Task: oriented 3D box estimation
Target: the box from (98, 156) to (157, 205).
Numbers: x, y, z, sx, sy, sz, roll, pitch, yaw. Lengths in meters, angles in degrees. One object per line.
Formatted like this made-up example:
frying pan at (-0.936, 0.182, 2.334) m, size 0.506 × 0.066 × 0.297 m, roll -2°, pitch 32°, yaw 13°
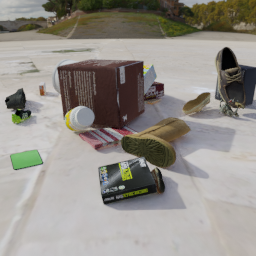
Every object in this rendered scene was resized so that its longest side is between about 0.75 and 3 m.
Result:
box at (-0.063, 1.334, 7.369) m, size 1.361 × 0.335 × 1.410 m, roll -14°, pitch 24°, yaw -3°

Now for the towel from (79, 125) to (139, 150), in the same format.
towel at (-0.646, 0.292, 10.284) m, size 1.950 × 0.222 × 1.405 m, roll -11°, pitch 23°, yaw -29°

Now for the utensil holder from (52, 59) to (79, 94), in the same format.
utensil holder at (-2.441, -2.443, 14.514) m, size 2.337 × 1.986 × 1.986 m, roll 18°, pitch 29°, yaw 37°

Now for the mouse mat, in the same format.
mouse mat at (-3.217, 0.980, 8.844) m, size 0.878 × 0.041 × 1.091 m, roll -11°, pitch 24°, yaw -25°

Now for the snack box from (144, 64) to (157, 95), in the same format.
snack box at (0.016, -2.166, 13.952) m, size 2.109 × 0.846 × 2.501 m, roll 1°, pitch 40°, yaw 32°

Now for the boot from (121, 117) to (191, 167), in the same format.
boot at (1.331, 0.306, 9.458) m, size 2.204 × 0.832 × 2.516 m, roll 21°, pitch 29°, yaw 41°

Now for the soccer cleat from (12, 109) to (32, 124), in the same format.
soccer cleat at (-4.542, -0.603, 12.014) m, size 0.427 × 0.512 × 1.264 m, roll 5°, pitch 23°, yaw 11°

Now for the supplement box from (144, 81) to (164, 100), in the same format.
supplement box at (0.800, -2.171, 15.333) m, size 1.264 × 0.707 × 2.323 m, roll -16°, pitch 23°, yaw -27°

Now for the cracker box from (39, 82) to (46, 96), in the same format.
cracker box at (-4.832, -2.231, 15.835) m, size 0.252 × 0.586 × 0.875 m, roll -3°, pitch 22°, yaw -7°

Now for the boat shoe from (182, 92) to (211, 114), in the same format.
boat shoe at (3.215, -1.033, 12.900) m, size 1.842 × 0.598 × 0.664 m, roll -35°, pitch 33°, yaw -32°

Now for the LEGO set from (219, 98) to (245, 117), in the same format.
LEGO set at (4.347, -0.818, 12.101) m, size 1.068 × 0.466 × 1.644 m, roll 37°, pitch -8°, yaw 18°

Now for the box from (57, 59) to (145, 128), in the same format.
box at (-1.049, -1.566, 11.743) m, size 2.832 × 2.350 × 2.326 m, roll 8°, pitch 22°, yaw 26°

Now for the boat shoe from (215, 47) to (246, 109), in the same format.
boat shoe at (4.574, -2.306, 12.632) m, size 1.104 × 2.965 × 1.087 m, roll -16°, pitch -19°, yaw 9°

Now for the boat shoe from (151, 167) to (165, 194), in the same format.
boat shoe at (0.755, 1.428, 7.468) m, size 0.333 × 0.341 × 0.903 m, roll -29°, pitch 25°, yaw 14°

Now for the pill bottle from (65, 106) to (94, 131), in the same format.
pill bottle at (-1.768, -0.336, 10.280) m, size 0.868 × 0.868 × 1.538 m, roll -11°, pitch 1°, yaw -24°

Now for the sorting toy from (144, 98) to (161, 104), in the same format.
sorting toy at (1.183, -1.416, 14.481) m, size 0.845 × 0.154 × 0.782 m, roll 13°, pitch 26°, yaw 40°

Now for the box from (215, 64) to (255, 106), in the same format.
box at (5.437, -2.215, 14.132) m, size 0.974 × 1.872 × 1.704 m, roll -11°, pitch 25°, yaw -27°

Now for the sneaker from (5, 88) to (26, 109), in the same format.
sneaker at (-5.563, -1.456, 13.839) m, size 0.928 × 0.776 × 2.044 m, roll -13°, pitch 22°, yaw -10°
